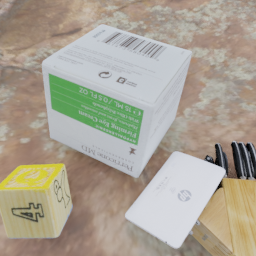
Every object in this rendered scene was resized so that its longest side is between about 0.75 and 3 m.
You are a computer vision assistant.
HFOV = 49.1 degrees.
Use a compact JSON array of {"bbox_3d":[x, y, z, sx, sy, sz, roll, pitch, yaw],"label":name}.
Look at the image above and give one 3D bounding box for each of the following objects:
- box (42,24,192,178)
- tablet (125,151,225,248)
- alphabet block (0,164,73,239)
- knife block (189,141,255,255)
[{"bbox_3d":[-0.220,-0.780,6.799,2.575,2.217,2.588,22,45,16],"label":"box"},{"bbox_3d":[0.973,1.320,5.680,1.274,0.134,1.958,19,54,37],"label":"tablet"},{"bbox_3d":[-1.858,1.463,5.741,1.095,1.115,1.089,-4,17,5],"label":"alphabet block"},{"bbox_3d":[2.585,1.691,5.958,2.491,0.908,2.837,-36,63,-23],"label":"knife block"}]
